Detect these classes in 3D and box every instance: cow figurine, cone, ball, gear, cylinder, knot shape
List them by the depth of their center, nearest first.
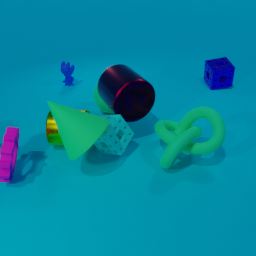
[{"bbox_3d":[-1.387,-0.170,6.581,1.330,1.335,1.330,-41,17,15],"label":"cone"},{"bbox_3d":[-2.861,0.636,6.762,0.242,1.308,1.308,8,31,-16],"label":"gear"},{"bbox_3d":[1.596,0.165,7.258,1.804,0.891,1.928,-21,26,24],"label":"knot shape"},{"bbox_3d":[-1.655,-0.010,7.974,1.062,1.062,1.062,2,33,3],"label":"cylinder"},{"bbox_3d":[-0.067,-1.007,7.987,1.276,1.276,1.276,-15,37,-21],"label":"cylinder"},{"bbox_3d":[-0.545,-1.126,9.498,1.255,1.255,1.255,0,33,0],"label":"ball"},{"bbox_3d":[-2.455,-2.172,11.300,0.494,0.886,0.900,14,1,12],"label":"cow figurine"}]

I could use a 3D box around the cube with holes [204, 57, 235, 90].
[{"bbox_3d":[3.647,-2.196,11.272,0.878,0.878,0.878,-11,42,-2],"label":"cube with holes"}]

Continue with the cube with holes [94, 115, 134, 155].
[{"bbox_3d":[-0.465,0.180,7.578,0.761,0.761,0.761,1,48,43],"label":"cube with holes"}]
